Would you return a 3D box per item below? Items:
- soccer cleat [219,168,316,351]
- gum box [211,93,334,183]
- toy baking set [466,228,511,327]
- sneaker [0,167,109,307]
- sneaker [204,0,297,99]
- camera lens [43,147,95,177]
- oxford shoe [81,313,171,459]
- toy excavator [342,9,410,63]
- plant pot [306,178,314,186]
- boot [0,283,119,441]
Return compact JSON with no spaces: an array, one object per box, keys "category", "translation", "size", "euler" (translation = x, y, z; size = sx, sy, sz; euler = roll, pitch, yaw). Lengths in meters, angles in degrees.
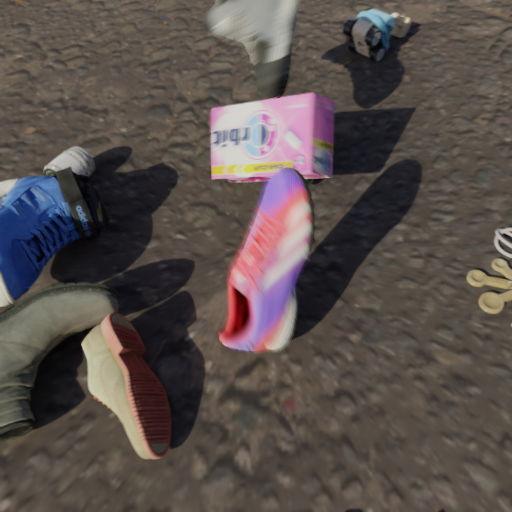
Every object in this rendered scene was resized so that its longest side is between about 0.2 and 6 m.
[{"category":"soccer cleat","translation":[0.129,0.082,8.012],"size":[0.995,2.719,0.927],"euler":[0,15,-38]},{"category":"gum box","translation":[0.198,-2.068,10.171],"size":[2.347,1.332,0.776],"euler":[3,3,37]},{"category":"toy baking set","translation":[4.835,0.354,9.423],"size":[2.109,0.320,2.748],"euler":[30,55,24]},{"category":"sneaker","translation":[-3.415,-0.486,9.286],"size":[1.810,1.249,3.254],"euler":[-12,31,-7]},{"category":"sneaker","translation":[-0.183,-4.066,10.548],"size":[1.727,1.122,2.990],"euler":[7,52,3]},{"category":"camera lens","translation":[-3.662,-1.662,10.965],"size":[0.669,0.669,0.836],"euler":[23,52,19]},{"category":"oxford shoe","translation":[-1.862,1.917,7.928],"size":[0.815,0.781,2.207],"euler":[-36,57,13]},{"category":"toy excavator","translation":[3.263,-5.842,14.393],"size":[0.916,1.784,1.835],"euler":[37,86,29]},{"category":"plant pot","translation":[0.513,-2.109,11.071],"size":[1.318,1.234,1.234],"euler":[12,50,18]},{"category":"boot","translation":[-3.295,1.635,8.016],"size":[2.987,1.011,1.951],"euler":[-16,56,-6]}]
